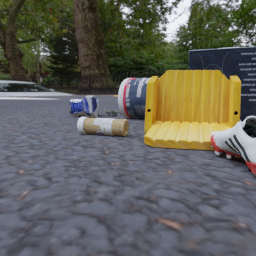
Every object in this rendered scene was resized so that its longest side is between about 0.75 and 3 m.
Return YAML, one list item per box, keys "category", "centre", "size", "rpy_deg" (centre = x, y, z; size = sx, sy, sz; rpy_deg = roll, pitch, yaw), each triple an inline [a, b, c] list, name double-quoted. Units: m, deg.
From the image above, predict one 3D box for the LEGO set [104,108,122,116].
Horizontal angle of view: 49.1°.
- category: "LEGO set"
  centre: [-0.649, -0.724, 14.593]
  size: [1.307, 0.370, 0.849]
  rpy_deg: [20, 20, 30]

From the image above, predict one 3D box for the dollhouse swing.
- category: "dollhouse swing"
  centre: [1.810, -0.672, 8.053]
  size: [2.759, 2.508, 2.426]
  rpy_deg: [3, -2, 14]

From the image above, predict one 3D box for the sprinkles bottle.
- category: "sprinkles bottle"
  centre: [-0.800, -0.054, 8.950]
  size: [1.613, 0.550, 0.550]
  rpy_deg: [3, 9, 20]

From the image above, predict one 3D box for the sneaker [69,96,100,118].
- category: "sneaker"
  centre: [-2.267, -0.974, 14.020]
  size: [1.527, 1.068, 2.643]
  rpy_deg: [-4, 1, 0]

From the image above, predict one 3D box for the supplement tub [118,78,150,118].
- category: "supplement tub"
  centre: [1.103, -1.387, 13.207]
  size: [2.761, 1.937, 1.937]
  rpy_deg: [4, 9, 24]

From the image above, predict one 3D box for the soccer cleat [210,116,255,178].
- category: "soccer cleat"
  centre: [2.318, 0.205, 5.594]
  size: [0.792, 0.983, 2.308]
  rpy_deg: [1, 11, -5]

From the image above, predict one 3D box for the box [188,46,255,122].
- category: "box"
  centre: [3.965, -1.553, 10.933]
  size: [2.965, 2.915, 1.838]
  rpy_deg: [4, 9, 25]
